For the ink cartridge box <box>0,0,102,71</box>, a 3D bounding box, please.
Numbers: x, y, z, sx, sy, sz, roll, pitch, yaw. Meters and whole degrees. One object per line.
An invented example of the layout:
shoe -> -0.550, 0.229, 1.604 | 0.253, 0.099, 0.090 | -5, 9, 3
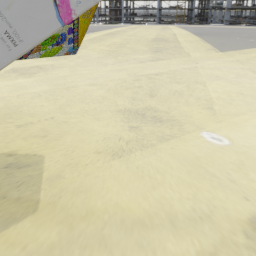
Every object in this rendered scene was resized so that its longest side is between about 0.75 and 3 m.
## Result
ink cartridge box -> -1.170, -1.625, 3.147 | 2.909, 0.982, 1.694 | -37, 33, -4

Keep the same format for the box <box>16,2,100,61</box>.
box -> -2.503, -2.889, 5.382 | 2.699, 1.709, 2.802 | -20, 67, -44
